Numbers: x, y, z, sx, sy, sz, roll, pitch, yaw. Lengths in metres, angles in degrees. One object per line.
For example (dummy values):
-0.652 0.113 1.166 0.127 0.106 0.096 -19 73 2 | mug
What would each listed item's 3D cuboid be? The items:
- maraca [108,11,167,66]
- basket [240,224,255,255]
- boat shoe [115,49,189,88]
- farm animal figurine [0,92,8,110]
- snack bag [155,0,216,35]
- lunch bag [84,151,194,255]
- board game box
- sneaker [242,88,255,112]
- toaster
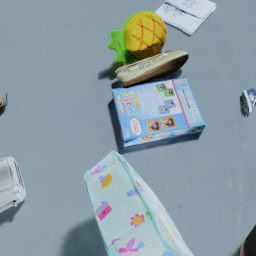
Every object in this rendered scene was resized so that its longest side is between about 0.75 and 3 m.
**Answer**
0.334 -2.701 8.525 2.067 1.106 1.417 -34 111 -18 | maraca
3.262 1.918 4.791 2.015 2.963 2.672 30 52 22 | basket
0.730 -1.850 8.280 2.260 0.828 0.708 -24 66 -12 | boat shoe
-4.350 -0.899 7.834 1.661 0.835 1.341 37 48 22 | farm animal figurine
1.981 -4.200 9.954 1.711 0.194 1.815 34 66 17 | snack bag
0.248 1.803 5.169 0.993 2.066 2.576 -35 39 1 | lunch bag
0.800 -0.501 7.762 2.215 0.405 1.676 -10 62 -7 | board game box
3.618 -0.797 7.989 0.552 0.304 0.754 -2 56 3 | sneaker
-3.004 1.277 6.572 0.907 0.798 1.404 -20 59 -15 | toaster
